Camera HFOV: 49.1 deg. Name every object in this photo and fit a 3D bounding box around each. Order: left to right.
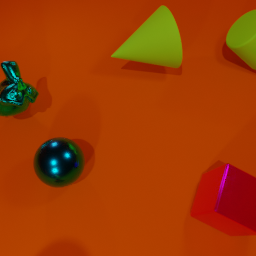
[{"bbox_3d":[-2.996,-0.956,7.050,1.086,1.296,1.802,-11,11,33],"label":"monkey head"},{"bbox_3d":[-1.557,0.778,6.376,1.144,1.144,1.144,0,61,0],"label":"ball"},{"bbox_3d":[0.339,-2.163,7.483,1.667,1.661,1.661,-19,63,-4],"label":"cone"},{"bbox_3d":[2.153,1.553,5.948,1.069,1.069,1.069,27,64,-4],"label":"cube"},{"bbox_3d":[3.615,-2.443,7.856,1.204,1.204,1.204,29,58,-27],"label":"cylinder"}]
